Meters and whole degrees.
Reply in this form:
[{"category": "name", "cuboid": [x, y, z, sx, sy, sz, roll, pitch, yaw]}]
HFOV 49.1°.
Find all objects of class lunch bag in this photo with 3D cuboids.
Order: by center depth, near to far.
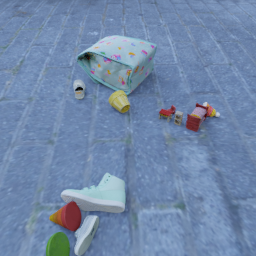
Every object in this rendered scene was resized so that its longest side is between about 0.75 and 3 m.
[{"category": "lunch bag", "cuboid": [-0.552, -3.163, 13.021, 2.973, 1.813, 2.533, 24, 47, 17]}]

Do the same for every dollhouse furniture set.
[{"category": "dollhouse furniture set", "cuboid": [2.139, -0.589, 10.870, 1.681, 0.684, 0.904, 21, 45, 23]}]

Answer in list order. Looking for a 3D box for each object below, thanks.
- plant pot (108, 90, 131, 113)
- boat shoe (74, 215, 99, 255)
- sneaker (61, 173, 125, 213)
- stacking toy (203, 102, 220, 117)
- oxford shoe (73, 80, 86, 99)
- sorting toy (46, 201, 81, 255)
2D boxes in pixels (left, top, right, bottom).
[{"category": "plant pot", "cuboid": [-0.290, -1.021, 11.396, 0.766, 0.766, 0.721, -24, 62, -25]}, {"category": "boat shoe", "cuboid": [-1.142, 2.759, 7.276, 0.405, 0.397, 1.138, 4, 36, 23]}, {"category": "sneaker", "cuboid": [-0.954, 1.795, 8.109, 1.810, 0.666, 1.068, 10, 46, -4]}, {"category": "stacking toy", "cuboid": [3.292, -0.631, 11.179, 0.778, 0.568, 0.568, 26, 44, 1]}, {"category": "oxford shoe", "cuboid": [-2.180, -1.821, 12.510, 0.550, 0.422, 1.462, -8, 39, -5]}, {"category": "sorting toy", "cuboid": [-1.937, 2.897, 6.986, 0.801, 0.806, 2.325, -12, 34, 22]}]
